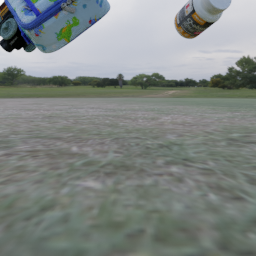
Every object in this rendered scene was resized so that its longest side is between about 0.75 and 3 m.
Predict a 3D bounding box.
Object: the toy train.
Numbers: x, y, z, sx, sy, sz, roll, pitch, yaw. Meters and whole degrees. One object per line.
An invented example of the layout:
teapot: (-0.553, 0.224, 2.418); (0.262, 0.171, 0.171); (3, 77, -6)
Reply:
toy train: (-2.516, -3.097, 7.267); (2.486, 1.417, 1.059); (-39, -28, 17)

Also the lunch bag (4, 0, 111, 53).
lunch bag: (-1.442, -2.441, 5.386); (1.700, 0.872, 2.115); (-36, 49, -1)

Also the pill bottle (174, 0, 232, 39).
pill bottle: (2.416, -3.829, 9.229); (1.118, 1.118, 1.921); (-2, -7, -19)
